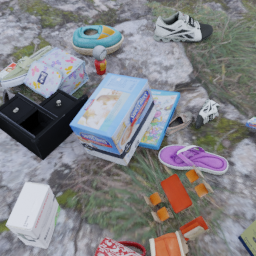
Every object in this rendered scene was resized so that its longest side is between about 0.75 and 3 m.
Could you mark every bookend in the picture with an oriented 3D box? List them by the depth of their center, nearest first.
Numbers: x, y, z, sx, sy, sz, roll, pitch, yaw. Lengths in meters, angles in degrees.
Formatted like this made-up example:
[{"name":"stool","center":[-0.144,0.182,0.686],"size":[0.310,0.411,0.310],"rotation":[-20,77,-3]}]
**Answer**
[{"name":"bookend","center":[-2.906,-0.553,9.366],"size":[2.333,1.081,2.348],"rotation":[31,58,22]}]

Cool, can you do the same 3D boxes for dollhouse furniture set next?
[{"name":"dollhouse furniture set","center":[1.375,1.944,7.124],"size":[1.643,0.846,1.625],"rotation":[-35,53,10]}]

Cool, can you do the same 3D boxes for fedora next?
[{"name":"fedora","center":[-4.194,-0.988,10.056],"size":[0.370,0.725,0.819],"rotation":[-4,46,-41]}]

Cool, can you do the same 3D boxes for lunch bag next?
[{"name":"lunch bag","center":[-2.671,-1.929,10.377],"size":[1.593,1.194,1.878],"rotation":[31,63,24]}]

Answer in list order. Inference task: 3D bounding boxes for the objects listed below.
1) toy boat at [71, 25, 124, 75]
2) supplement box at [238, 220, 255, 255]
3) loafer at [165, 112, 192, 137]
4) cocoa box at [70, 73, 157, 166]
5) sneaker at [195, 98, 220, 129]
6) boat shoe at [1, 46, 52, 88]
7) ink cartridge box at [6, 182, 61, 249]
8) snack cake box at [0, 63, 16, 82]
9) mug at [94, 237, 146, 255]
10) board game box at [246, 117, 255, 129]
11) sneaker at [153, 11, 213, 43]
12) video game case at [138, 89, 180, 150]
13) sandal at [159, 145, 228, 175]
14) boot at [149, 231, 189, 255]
[{"name":"toy boat","center":[-1.205,-3.434,11.494],"size":[2.218,1.226,2.638],"rotation":[-7,52,-6]},{"name":"supplement box","center":[4.351,2.261,6.250],"size":[2.558,2.555,1.717],"rotation":[-22,56,-16]},{"name":"loafer","center":[1.745,-0.200,9.508],"size":[1.319,0.415,0.474],"rotation":[-36,60,-24]},{"name":"cocoa box","center":[-0.352,-0.322,8.551],"size":[1.523,1.498,2.283],"rotation":[15,59,28]},{"name":"sneaker","center":[2.769,-0.456,9.643],"size":[0.622,0.520,1.404],"rotation":[24,56,20]},{"name":"boat shoe","center":[-3.854,-2.378,10.818],"size":[0.900,0.775,2.500],"rotation":[11,42,43]},{"name":"ink cartridge box","center":[-2.268,2.190,6.963],"size":[0.640,1.524,1.108],"rotation":[8,53,6]},{"name":"snack cake box","center":[-4.644,-2.156,11.089],"size":[0.527,0.308,0.916],"rotation":[24,56,19]},{"name":"mug","center":[-0.144,3.203,6.836],"size":[1.135,1.008,0.757],"rotation":[22,92,21]},{"name":"board game box","center":[4.340,-0.137,9.233],"size":[0.628,0.160,0.928],"rotation":[20,23,33]},{"name":"sneaker","center":[2.530,-4.508,12.369],"size":[2.718,1.203,1.007],"rotation":[-6,51,-6]},{"name":"video game case","center":[0.611,-0.417,9.505],"size":[1.710,0.213,2.390],"rotation":[10,54,25]},{"name":"sandal","center":[2.022,0.865,8.620],"size":[2.131,0.524,0.867],"rotation":[8,53,6]},{"name":"boot","center":[1.022,3.433,6.600],"size":[1.006,0.704,1.876],"rotation":[-7,45,-1]}]
